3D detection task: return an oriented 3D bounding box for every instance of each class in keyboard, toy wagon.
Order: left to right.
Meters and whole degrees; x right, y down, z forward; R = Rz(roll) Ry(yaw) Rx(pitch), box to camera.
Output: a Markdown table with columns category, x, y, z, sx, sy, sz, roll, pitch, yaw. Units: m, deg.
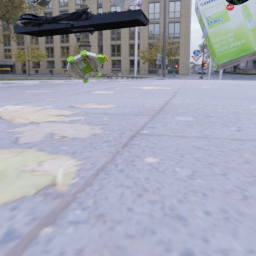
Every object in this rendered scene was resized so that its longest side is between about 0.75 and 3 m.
| category | x | y | z | sx | sy | sz | roll | pitch | yaw |
| --- | --- | --- | --- | --- | --- | --- | --- | --- | --- |
| keyboard | -1.099 | -2.236 | 5.891 | 2.881 | 0.297 | 1.830 | -2 | 12 | 14 |
| toy wagon | -1.436 | -2.313 | 10.278 | 1.525 | 1.183 | 0.302 | -22 | 49 | 12 |

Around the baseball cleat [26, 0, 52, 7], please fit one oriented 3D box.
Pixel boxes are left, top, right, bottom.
| category | x | y | z | sx | sy | sz | roll | pitch | yaw |
| --- | --- | --- | --- | --- | --- | --- | --- | --- | --- |
| baseball cleat | -2.696 | -3.994 | 8.209 | 0.748 | 1.142 | 2.145 | 29 | -15 | -13 |

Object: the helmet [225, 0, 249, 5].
| category | x | y | z | sx | sy | sz | roll | pitch | yaw |
| --- | --- | --- | --- | --- | --- | --- | --- | --- | --- |
| helmet | 2.707 | -3.438 | 6.879 | 0.790 | 0.790 | 0.754 | -6 | 19 | -26 |

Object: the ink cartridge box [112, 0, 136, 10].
| category | x | y | z | sx | sy | sz | roll | pitch | yaw |
| --- | --- | --- | --- | --- | --- | --- | --- | --- | --- |
| ink cartridge box | 0.013 | -3.727 | 7.265 | 0.422 | 1.012 | 0.735 | 37 | 61 | 12 |

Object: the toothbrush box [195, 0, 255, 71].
| category | x | y | z | sx | sy | sz | roll | pitch | yaw |
| --- | --- | --- | --- | --- | --- | --- | --- | --- | --- |
| toothbrush box | 3.764 | -3.708 | 10.213 | 1.923 | 2.641 | 1.137 | -18 | -6 | 11 |

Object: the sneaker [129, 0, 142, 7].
| category | x | y | z | sx | sy | sz | roll | pitch | yaw |
| --- | --- | --- | --- | --- | --- | --- | --- | --- | --- |
| sneaker | 0.157 | -3.932 | 8.731 | 0.497 | 0.316 | 0.872 | 21 | 35 | 18 |
